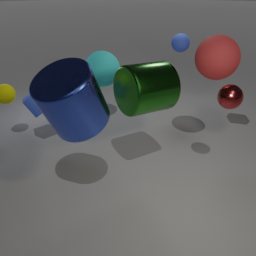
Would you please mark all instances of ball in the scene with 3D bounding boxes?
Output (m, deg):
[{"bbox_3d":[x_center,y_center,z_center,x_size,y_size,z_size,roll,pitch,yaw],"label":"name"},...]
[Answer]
[{"bbox_3d":[-1.020,-2.325,11.069,1.400,1.400,1.400,0,28,0],"label":"ball"},{"bbox_3d":[2.022,-3.275,10.776,0.700,0.700,0.700,0,28,0],"label":"ball"},{"bbox_3d":[-4.333,-1.197,9.873,0.700,0.700,0.700,0,28,0],"label":"ball"},{"bbox_3d":[2.869,-0.873,7.860,0.700,0.700,0.700,0,28,0],"label":"ball"},{"bbox_3d":[2.837,-2.236,8.904,1.400,1.400,1.400,0,28,0],"label":"ball"}]

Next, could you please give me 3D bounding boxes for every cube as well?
[{"bbox_3d":[-3.195,-0.904,9.828,0.700,0.700,0.700,-39,25,-7],"label":"cube"}]

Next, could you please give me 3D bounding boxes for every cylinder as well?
[{"bbox_3d":[-1.271,-0.620,6.367,1.400,1.400,1.400,-9,49,11],"label":"cylinder"},{"bbox_3d":[0.510,-1.118,7.880,1.400,1.400,1.400,-13,31,-29],"label":"cylinder"}]
